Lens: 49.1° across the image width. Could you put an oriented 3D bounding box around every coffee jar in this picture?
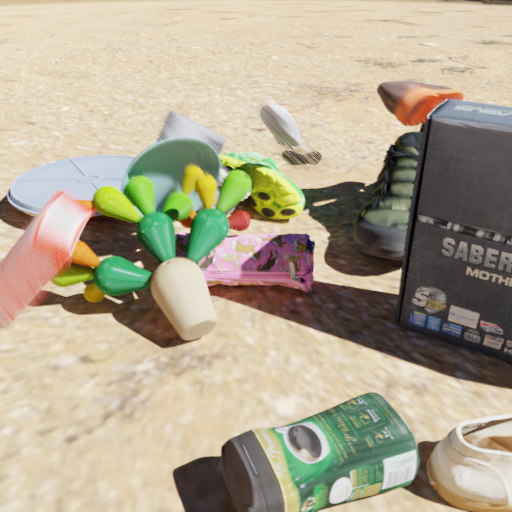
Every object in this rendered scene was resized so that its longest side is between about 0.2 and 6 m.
[{"bbox_3d":[0.565,1.926,5.232,1.726,0.737,0.900,-11,33,-19],"label":"coffee jar"}]

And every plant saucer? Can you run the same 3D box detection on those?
[{"bbox_3d":[-1.312,-1.197,8.487,1.610,1.610,0.289,-15,51,-24],"label":"plant saucer"}]

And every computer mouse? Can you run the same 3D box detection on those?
[{"bbox_3d":[0.563,-2.152,9.826,0.766,1.397,0.307,7,56,41],"label":"computer mouse"}]

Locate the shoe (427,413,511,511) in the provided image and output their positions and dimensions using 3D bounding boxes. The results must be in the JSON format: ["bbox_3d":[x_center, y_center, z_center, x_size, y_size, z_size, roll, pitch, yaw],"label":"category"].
[{"bbox_3d":[3.129,1.894,5.243,2.918,0.779,1.020,-1,30,-2],"label":"shoe"}]

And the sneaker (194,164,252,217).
[{"bbox_3d":[-1.244,-1.520,10.781,1.018,1.092,2.755,32,7,-44],"label":"sneaker"}]

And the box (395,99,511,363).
[{"bbox_3d":[3.651,-0.010,6.360,3.753,2.959,0.957,17,34,25],"label":"box"}]

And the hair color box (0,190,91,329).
[{"bbox_3d":[-2.736,0.060,6.821,0.522,1.634,0.906,36,32,-24],"label":"hair color box"}]

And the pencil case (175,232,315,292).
[{"bbox_3d":[-0.211,0.087,8.288,2.141,0.886,0.926,1,-12,3],"label":"pencil case"}]

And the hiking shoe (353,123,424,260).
[{"bbox_3d":[2.453,-1.204,9.580,1.304,1.733,3.443,8,30,17],"label":"hiking shoe"}]

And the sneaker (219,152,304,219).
[{"bbox_3d":[0.119,-1.556,10.969,1.118,0.991,2.675,-23,37,-27],"label":"sneaker"}]

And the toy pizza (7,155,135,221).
[{"bbox_3d":[-3.261,-1.300,11.042,3.028,0.480,3.028,-1,29,0],"label":"toy pizza"}]

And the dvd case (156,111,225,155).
[{"bbox_3d":[-1.149,-1.607,9.147,0.188,1.143,1.520,30,9,26],"label":"dvd case"}]

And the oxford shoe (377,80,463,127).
[{"bbox_3d":[2.946,-2.772,9.896,2.275,0.810,0.825,-9,48,-50],"label":"oxford shoe"}]

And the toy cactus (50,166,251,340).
[{"bbox_3d":[-1.324,0.027,7.796,3.142,1.606,2.592,-21,62,-14],"label":"toy cactus"}]
